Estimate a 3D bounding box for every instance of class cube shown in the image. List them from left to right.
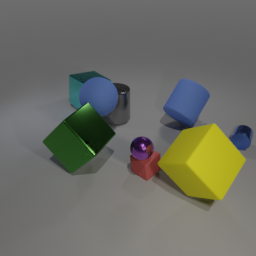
[{"bbox_3d":[-1.539,0.307,8.966,1.400,1.400,1.400,49,38,-6],"label":"cube"},{"bbox_3d":[-1.771,-1.682,12.914,1.400,1.400,1.400,-18,38,-36],"label":"cube"},{"bbox_3d":[0.568,1.116,9.016,0.700,0.700,0.700,-34,44,-32],"label":"cube"},{"bbox_3d":[1.970,0.919,7.602,1.400,1.400,1.400,-49,13,-22],"label":"cube"}]

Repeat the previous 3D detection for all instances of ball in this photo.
[{"bbox_3d":[-1.057,-1.118,10.094,1.400,1.400,1.400,0,31,0],"label":"ball"},{"bbox_3d":[0.407,0.592,8.190,0.700,0.700,0.700,0,31,0],"label":"ball"}]

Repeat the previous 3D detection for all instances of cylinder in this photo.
[{"bbox_3d":[-0.602,-1.049,11.975,1.400,1.400,1.400,0,28,0],"label":"cylinder"},{"bbox_3d":[2.358,-1.029,11.330,1.400,1.400,1.400,27,82,37],"label":"cylinder"},{"bbox_3d":[4.223,0.347,10.378,0.700,0.700,0.700,15,34,24],"label":"cylinder"}]
